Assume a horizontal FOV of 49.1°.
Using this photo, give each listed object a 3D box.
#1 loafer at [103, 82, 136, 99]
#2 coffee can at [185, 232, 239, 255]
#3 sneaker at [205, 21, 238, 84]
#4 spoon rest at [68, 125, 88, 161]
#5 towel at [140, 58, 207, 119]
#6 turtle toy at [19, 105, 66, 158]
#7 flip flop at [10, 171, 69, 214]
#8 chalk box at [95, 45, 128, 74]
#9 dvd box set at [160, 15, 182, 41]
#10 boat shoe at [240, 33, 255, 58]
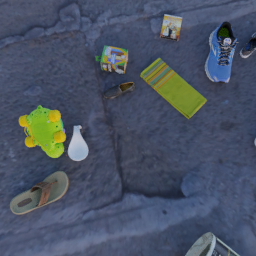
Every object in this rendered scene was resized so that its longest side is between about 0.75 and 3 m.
[{"bbox_3d":[-0.357,-1.561,11.235,1.380,0.499,0.502,-23,77,-5],"label":"loafer"},{"bbox_3d":[3.129,4.934,8.699,2.702,1.978,1.978,37,78,10],"label":"coffee can"},{"bbox_3d":[3.763,-3.073,11.293,1.049,1.191,2.672,4,75,1],"label":"sneaker"},{"bbox_3d":[-1.895,0.526,10.519,0.745,0.454,1.499,-7,60,-4],"label":"spoon rest"},{"bbox_3d":[1.843,-1.658,11.398,2.714,0.245,1.168,44,80,10],"label":"towel"},{"bbox_3d":[-2.919,0.162,10.199,1.501,1.041,2.059,-8,105,9],"label":"turtle toy"},{"bbox_3d":[-3.187,2.351,10.081,2.321,0.668,0.941,-26,76,-7],"label":"flip flop"},{"bbox_3d":[-0.681,-2.796,11.425,1.257,0.785,0.779,12,75,2],"label":"chalk box"},{"bbox_3d":[1.881,-4.365,12.172,0.810,0.163,1.107,12,75,2],"label":"dvd box set"},{"bbox_3d":[5.313,-3.629,11.789,1.553,0.514,0.543,-43,79,-11],"label":"boat shoe"}]
